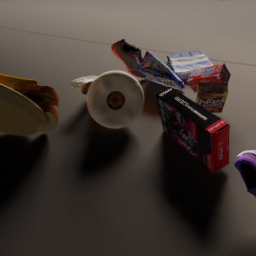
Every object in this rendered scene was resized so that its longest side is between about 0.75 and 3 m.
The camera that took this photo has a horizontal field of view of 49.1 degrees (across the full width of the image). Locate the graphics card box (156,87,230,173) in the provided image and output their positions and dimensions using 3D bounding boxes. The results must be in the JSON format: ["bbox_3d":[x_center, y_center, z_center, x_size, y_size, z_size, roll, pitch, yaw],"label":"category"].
[{"bbox_3d":[1.575,-0.018,7.004,0.544,1.341,2.138,-30,43,-13],"label":"graphics card box"}]

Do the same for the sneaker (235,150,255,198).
[{"bbox_3d":[2.529,1.224,5.191,0.699,0.675,1.674,-15,64,-46],"label":"sneaker"}]

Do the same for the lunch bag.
[{"bbox_3d":[1.332,-1.933,10.067,1.610,0.757,1.212,35,7,31],"label":"lunch bag"}]

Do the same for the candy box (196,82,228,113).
[{"bbox_3d":[2.441,-0.878,8.286,0.818,1.402,0.396,3,70,13],"label":"candy box"}]

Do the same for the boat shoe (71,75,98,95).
[{"bbox_3d":[-1.318,-1.484,9.357,0.528,0.607,1.648,25,22,10],"label":"boat shoe"}]

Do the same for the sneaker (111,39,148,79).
[{"bbox_3d":[0.265,-2.598,10.597,0.801,1.956,0.754,-20,45,49],"label":"sneaker"}]

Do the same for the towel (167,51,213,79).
[{"bbox_3d":[2.610,-2.738,11.810,1.700,0.276,2.315,-8,34,3],"label":"towel"}]

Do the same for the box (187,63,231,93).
[{"bbox_3d":[2.667,-1.630,9.245,1.212,0.579,0.604,-3,51,46],"label":"box"}]

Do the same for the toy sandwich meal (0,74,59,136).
[{"bbox_3d":[-3.091,-0.716,7.010,2.882,2.882,0.987,8,64,12],"label":"toy sandwich meal"}]

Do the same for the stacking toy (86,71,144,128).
[{"bbox_3d":[-0.513,-0.999,8.755,1.641,1.641,2.246,-7,15,-10],"label":"stacking toy"}]
